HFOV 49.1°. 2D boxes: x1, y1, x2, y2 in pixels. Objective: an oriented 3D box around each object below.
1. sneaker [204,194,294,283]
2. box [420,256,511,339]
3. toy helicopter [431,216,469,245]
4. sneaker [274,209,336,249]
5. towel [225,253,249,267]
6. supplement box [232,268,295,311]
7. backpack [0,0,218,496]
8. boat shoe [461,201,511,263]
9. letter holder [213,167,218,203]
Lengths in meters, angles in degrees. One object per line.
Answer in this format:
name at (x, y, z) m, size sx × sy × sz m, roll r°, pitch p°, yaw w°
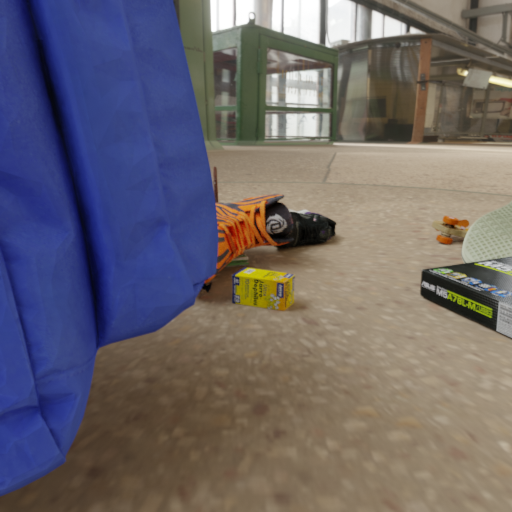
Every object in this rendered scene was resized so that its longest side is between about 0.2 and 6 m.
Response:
sneaker at (-0.301, -0.448, 8.973) m, size 1.762 × 1.220 × 3.145 m, roll -9°, pitch 18°, yaw 6°
box at (3.583, 0.508, 7.377) m, size 1.972 × 0.485 × 2.042 m, roll -8°, pitch 17°, yaw -20°
toy helicopter at (4.214, -0.501, 11.435) m, size 1.306 × 0.515 × 0.864 m, roll 12°, pitch 15°, yaw -6°
sneaker at (1.024, -0.538, 11.029) m, size 0.844 × 0.730 × 1.927 m, roll 13°, pitch 19°, yaw 24°
towel at (-0.929, -0.057, 10.122) m, size 1.254 × 0.192 × 1.643 m, roll -6°, pitch 16°, yaw -18°
supplement box at (0.099, 0.453, 7.697) m, size 0.777 × 0.423 × 0.425 m, roll 6°, pitch 16°, yaw 23°
backpack at (-2.865, -0.495, 4.586) m, size 4.168 × 4.036 × 4.967 m, roll -9°, pitch 8°, yaw -27°
boat shoe at (4.648, -0.376, 9.838) m, size 1.221 × 1.019 × 3.274 m, roll 20°, pitch 39°, yaw 37°
letter holder at (-1.292, -1.171, 11.966) m, size 0.999 × 1.412 × 1.987 m, roll -1°, pitch 15°, yaw -4°
